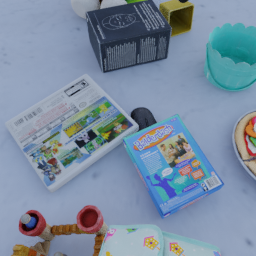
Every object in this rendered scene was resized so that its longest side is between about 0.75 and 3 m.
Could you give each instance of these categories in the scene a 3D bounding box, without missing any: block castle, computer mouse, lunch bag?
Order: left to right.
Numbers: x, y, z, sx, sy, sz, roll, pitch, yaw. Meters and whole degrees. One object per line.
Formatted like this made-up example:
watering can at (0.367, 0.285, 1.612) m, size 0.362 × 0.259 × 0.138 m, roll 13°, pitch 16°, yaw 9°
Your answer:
block castle at (-1.301, 2.740, 4.892) m, size 1.741 × 1.223 × 2.606 m, roll -7°, pitch 54°, yaw 12°
lunch bag at (0.417, 2.707, 4.647) m, size 2.142 × 1.306 × 1.825 m, roll 21°, pitch 43°, yaw -4°
computer mouse at (0.765, -0.016, 7.560) m, size 1.208 × 0.396 × 1.720 m, roll -9°, pitch 56°, yaw -5°

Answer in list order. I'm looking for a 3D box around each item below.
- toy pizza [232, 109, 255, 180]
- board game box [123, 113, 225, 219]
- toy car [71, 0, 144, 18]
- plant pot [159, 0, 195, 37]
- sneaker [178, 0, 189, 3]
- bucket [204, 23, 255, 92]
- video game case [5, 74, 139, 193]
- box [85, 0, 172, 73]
toy pizza at (4.112, 0.477, 7.032) m, size 2.891 × 0.458 × 2.891 m, roll 2°, pitch 52°, yaw -3°
board game box at (1.013, 0.845, 6.701) m, size 1.575 × 0.466 × 2.071 m, roll -24°, pitch 64°, yaw -8°
toy car at (-0.595, -5.221, 10.149) m, size 2.871 × 2.153 × 2.513 m, roll 24°, pitch 58°, yaw 16°
plant pot at (1.615, -4.053, 10.075) m, size 1.027 × 1.020 × 1.050 m, roll -22°, pitch 51°, yaw -15°
sneaker at (1.791, -4.211, 6.739) m, size 1.095 × 2.711 × 1.566 m, roll -1°, pitch 40°, yaw -46°
bucket at (3.264, -2.115, 8.512) m, size 1.937 × 1.260 × 1.937 m, roll 0°, pitch 55°, yaw 1°
video game case at (-1.526, -0.033, 7.493) m, size 2.724 × 0.300 × 2.483 m, roll -35°, pitch 61°, yaw -17°
box at (-0.012, -3.018, 9.146) m, size 2.315 × 1.239 × 1.718 m, roll -14°, pitch 56°, yaw -10°
